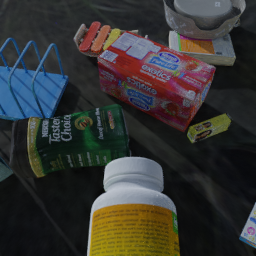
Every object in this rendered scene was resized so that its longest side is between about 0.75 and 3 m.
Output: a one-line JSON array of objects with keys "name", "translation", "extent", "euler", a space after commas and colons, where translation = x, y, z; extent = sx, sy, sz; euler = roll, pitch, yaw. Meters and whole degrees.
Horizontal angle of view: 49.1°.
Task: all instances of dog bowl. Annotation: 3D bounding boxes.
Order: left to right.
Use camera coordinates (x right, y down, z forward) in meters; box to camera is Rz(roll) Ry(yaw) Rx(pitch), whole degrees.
[{"name": "dog bowl", "translation": [2.462, -3.943, 9.368], "extent": [2.628, 0.771, 2.628], "euler": [0, 53, 0]}]

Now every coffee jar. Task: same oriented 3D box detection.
[{"name": "coffee jar", "translation": [-1.348, 0.309, 6.563], "extent": [2.685, 1.145, 1.400], "euler": [-9, 55, -6]}]

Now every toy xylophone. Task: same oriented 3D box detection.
[{"name": "toy xylophone", "translation": [-0.503, -2.864, 9.100], "extent": [2.351, 0.591, 1.721], "euler": [6, 55, 4]}]

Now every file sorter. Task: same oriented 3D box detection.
[{"name": "file sorter", "translation": [-3.185, -1.368, 7.484], "extent": [2.546, 1.562, 1.766], "euler": [9, 56, 6]}]

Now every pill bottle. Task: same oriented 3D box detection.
[{"name": "pill bottle", "translation": [0.102, 2.089, 5.036], "extent": [1.627, 1.627, 2.929], "euler": [1, 56, 0]}]

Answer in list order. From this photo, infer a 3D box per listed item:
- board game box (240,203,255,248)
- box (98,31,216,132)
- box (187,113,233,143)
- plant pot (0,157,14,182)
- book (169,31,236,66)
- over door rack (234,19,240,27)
[{"name": "board game box", "translation": [3.045, 1.964, 5.555], "extent": [1.184, 0.338, 1.209], "euler": [24, 69, 29]}, {"name": "box", "translation": [0.703, -1.302, 7.563], "extent": [2.778, 1.326, 1.385], "euler": [28, 60, 18]}, {"name": "box", "translation": [2.112, -0.001, 7.230], "extent": [1.138, 0.428, 0.285], "euler": [-21, 57, -12]}, {"name": "plant pot", "translation": [-3.507, 0.863, 6.283], "extent": [1.069, 1.066, 1.088], "euler": [39, 71, 24]}, {"name": "book", "translation": [2.342, -2.633, 9.048], "extent": [1.984, 0.477, 1.325], "euler": [4, 52, 2]}, {"name": "over door rack", "translation": [2.842, -4.029, 9.900], "extent": [1.871, 0.623, 1.382], "euler": [-18, 58, -12]}]
